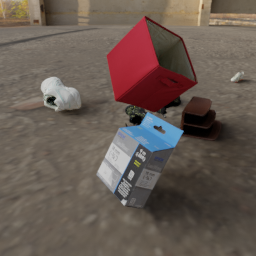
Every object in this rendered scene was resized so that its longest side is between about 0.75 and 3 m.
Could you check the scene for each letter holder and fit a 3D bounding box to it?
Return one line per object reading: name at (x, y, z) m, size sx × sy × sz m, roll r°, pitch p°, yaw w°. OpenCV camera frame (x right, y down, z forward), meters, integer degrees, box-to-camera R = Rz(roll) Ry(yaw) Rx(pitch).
letter holder at (2.266, -0.308, 8.354) m, size 1.069 × 0.757 × 1.505 m, roll 12°, pitch 27°, yaw 20°

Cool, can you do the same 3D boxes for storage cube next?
storage cube at (0.565, -1.521, 7.123) m, size 1.478 × 1.555 × 1.729 m, roll 12°, pitch 55°, yaw -40°

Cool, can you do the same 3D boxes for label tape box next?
label tape box at (0.167, 0.516, 5.458) m, size 0.522 × 1.651 × 1.190 m, roll 22°, pitch 7°, yaw -38°

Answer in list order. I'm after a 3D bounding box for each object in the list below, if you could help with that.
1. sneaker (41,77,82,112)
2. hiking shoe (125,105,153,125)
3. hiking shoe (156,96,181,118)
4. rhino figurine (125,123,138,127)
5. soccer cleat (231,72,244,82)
sneaker at (-2.736, -1.264, 10.312) m, size 1.000 × 0.878 × 2.496 m, roll -22°, pitch 33°, yaw -34°
hiking shoe at (0.242, -0.411, 8.844) m, size 0.657 × 0.495 × 1.306 m, roll -12°, pitch 27°, yaw -37°
hiking shoe at (1.391, -1.054, 8.776) m, size 0.833 × 0.627 × 1.655 m, roll 36°, pitch 81°, yaw 20°
rhino figurine at (0.287, 0.347, 6.397) m, size 0.356 × 0.520 × 1.190 m, roll -29°, pitch 77°, yaw -26°
soccer cleat at (5.264, -2.457, 13.477) m, size 1.005 × 0.390 × 0.348 m, roll -23°, pitch 33°, yaw -39°
